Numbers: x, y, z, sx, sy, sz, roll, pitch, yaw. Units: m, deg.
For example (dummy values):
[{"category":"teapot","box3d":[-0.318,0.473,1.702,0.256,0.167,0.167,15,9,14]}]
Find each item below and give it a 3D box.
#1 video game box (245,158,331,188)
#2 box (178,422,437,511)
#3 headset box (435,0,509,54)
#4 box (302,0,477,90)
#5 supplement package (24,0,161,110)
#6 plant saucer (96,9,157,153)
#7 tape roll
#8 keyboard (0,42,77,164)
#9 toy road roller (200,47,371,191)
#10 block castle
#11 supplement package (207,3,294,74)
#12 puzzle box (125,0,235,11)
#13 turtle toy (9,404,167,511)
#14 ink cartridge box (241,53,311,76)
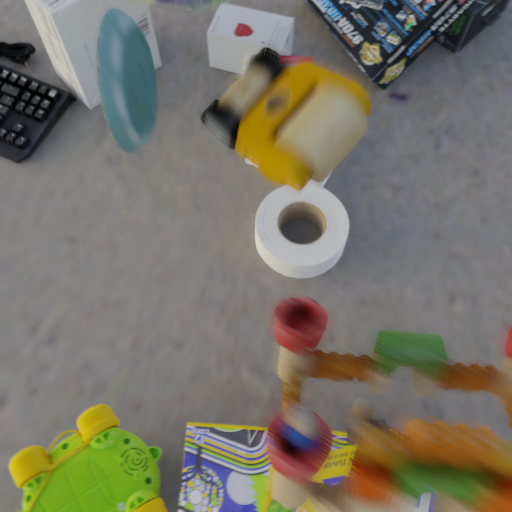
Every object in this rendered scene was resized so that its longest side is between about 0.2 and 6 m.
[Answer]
[{"category":"video game box","box3d":[0.735,-1.851,9.076,1.328,0.341,1.458,27,68,9]},{"category":"box","box3d":[0.993,2.730,6.453,3.643,1.171,1.276,3,65,1]},{"category":"headset box","box3d":[3.572,-4.833,10.163,1.921,0.891,1.672,40,70,17]},{"category":"box","box3d":[2.106,-4.523,9.545,2.090,0.605,2.629,-43,66,24]},{"category":"supplement package","box3d":[-2.601,-3.723,9.024,1.559,2.002,1.110,-38,70,-16]},{"category":"plant saucer","box3d":[-1.338,-1.869,6.049,0.203,1.482,1.482,0,65,8]},{"category":"tape roll","box3d":[0.667,-0.383,8.294,1.386,0.485,1.386,0,65,0]},{"category":"keyboard","box3d":[-4.857,-3.054,9.591,3.549,0.455,2.131,24,67,10]},{"category":"toy road roller","box3d":[0.355,-1.148,5.372,0.967,1.149,1.573,-49,53,-6]},{"category":"block castle","box3d":[1.468,1.312,4.981,2.751,1.291,1.839,5,42,2]},{"category":"supplement package","box3d":[-0.095,-3.677,9.679,1.320,0.791,0.800,15,66,7]},{"category":"puzzle box","box3d":[-0.047,-3.707,7.069,3.184,2.119,0.405,-2,107,24]},{"category":"turtle toy","box3d":[-2.048,2.867,6.409,2.223,1.124,1.620,-31,69,-13]},{"category":"ink cartridge box","box3d":[0.261,-2.163,7.846,1.010,0.586,1.368,4,56,-1]}]
